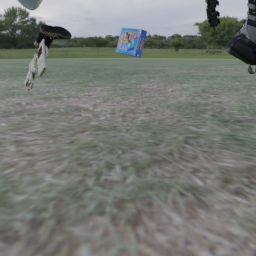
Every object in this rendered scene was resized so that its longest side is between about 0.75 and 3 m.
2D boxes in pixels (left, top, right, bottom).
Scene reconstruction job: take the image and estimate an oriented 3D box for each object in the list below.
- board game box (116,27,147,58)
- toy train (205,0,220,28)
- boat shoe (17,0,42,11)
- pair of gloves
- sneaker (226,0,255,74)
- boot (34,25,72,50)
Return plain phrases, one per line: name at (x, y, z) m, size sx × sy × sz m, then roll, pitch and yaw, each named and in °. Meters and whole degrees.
board game box at (0.102, -3.040, 9.922) m, size 0.272 × 0.918 × 1.208 m, roll 4°, pitch 17°, yaw -40°
toy train at (2.486, -3.934, 8.382) m, size 0.368 × 2.157 × 0.494 m, roll -26°, pitch 57°, yaw 5°
boat shoe at (-1.681, -2.982, 5.458) m, size 0.889 × 0.693 × 1.959 m, roll -52°, pitch 26°, yaw -18°
pair of gloves at (-1.964, -1.310, 5.942) m, size 0.171 × 0.829 × 0.975 m, roll 17°, pitch -35°, yaw -35°
sneaker at (3.097, -2.715, 6.974) m, size 1.049 × 2.779 × 1.582 m, roll -23°, pitch 2°, yaw -35°
boot at (-2.573, -3.037, 9.529) m, size 1.131 × 0.414 × 0.851 m, roll -8°, pitch -22°, yaw -44°
